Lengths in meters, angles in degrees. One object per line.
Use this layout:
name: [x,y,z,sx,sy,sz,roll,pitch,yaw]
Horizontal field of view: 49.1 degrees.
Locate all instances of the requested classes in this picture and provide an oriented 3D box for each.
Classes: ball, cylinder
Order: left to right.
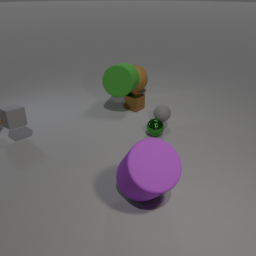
cylinder: [-0.296,-2.189,12.666,1.400,1.400,1.400,6,17,12]
ball: [0.364,-2.634,14.931,1.400,1.400,1.400,0,28,0]
cylinder: [0.503,1.136,7.396,1.400,1.400,1.400,5,67,-12]
ball: [1.063,-0.027,10.901,0.700,0.700,0.700,0,28,0]
ball: [1.389,-0.596,11.370,0.700,0.700,0.700,0,28,0]

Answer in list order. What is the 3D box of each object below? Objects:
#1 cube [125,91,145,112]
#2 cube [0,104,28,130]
cube: [0.324,-1.249,13.195,0.700,0.700,0.700,20,34,33]
cube: [-4.229,-0.419,10.303,0.700,0.700,0.700,-22,27,-40]
